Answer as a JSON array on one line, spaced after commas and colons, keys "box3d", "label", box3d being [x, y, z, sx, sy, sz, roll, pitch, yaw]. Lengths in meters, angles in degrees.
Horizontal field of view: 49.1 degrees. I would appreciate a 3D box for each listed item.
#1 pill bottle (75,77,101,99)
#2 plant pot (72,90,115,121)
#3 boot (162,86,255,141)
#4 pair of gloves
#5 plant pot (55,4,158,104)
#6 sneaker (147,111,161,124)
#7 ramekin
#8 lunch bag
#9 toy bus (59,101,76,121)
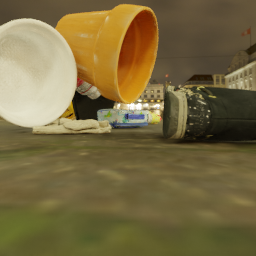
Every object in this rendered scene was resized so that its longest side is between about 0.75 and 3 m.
[{"box3d": [-1.505, -1.635, 9.012, 0.881, 0.881, 1.569, 2, -28, 45], "label": "pill bottle"}, {"box3d": [-1.349, -0.799, 10.657, 1.618, 1.439, 1.622, 0, 3, -13], "label": "plant pot"}, {"box3d": [1.311, -0.200, 3.990, 1.607, 0.768, 2.128, 3, 8, 8], "label": "boot"}, {"box3d": [-1.105, -0.059, 5.941, 1.503, 0.310, 1.768, 0, 3, -3], "label": "pair of gloves"}, {"box3d": [-0.657, -2.014, 7.251, 2.148, 2.346, 2.346, 18, 9, 22], "label": "plant pot"}, {"box3d": [1.225, -0.447, 13.501, 0.721, 0.624, 1.598, 4, 10, 0], "label": "sneaker"}, {"box3d": [-2.264, -1.147, 6.029, 1.056, 2.167, 2.167, 11, 9, 40], "label": "ramekin"}, {"box3d": [-0.143, -0.292, 8.437, 1.128, 0.579, 1.403, 0, 1, 44], "label": "lunch bag"}, {"box3d": [-2.702, -0.724, 12.784, 2.133, 2.013, 1.102, -3, 47, -34], "label": "toy bus"}]
